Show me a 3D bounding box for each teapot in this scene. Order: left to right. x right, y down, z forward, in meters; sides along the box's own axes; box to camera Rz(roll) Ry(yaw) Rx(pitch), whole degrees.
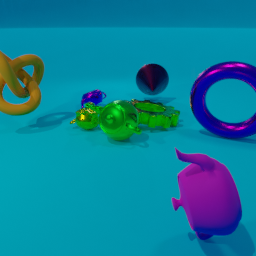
[{"bbox_3d":[-1.190,-0.942,9.371,1.175,0.575,0.730,-29,15,-35],"label":"teapot"},{"bbox_3d":[-0.325,-0.227,6.796,1.630,1.014,0.798,28,9,26],"label":"teapot"},{"bbox_3d":[0.921,0.835,3.507,0.760,1.553,0.965,-14,27,2],"label":"teapot"}]

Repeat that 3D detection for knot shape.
[{"bbox_3d":[-2.998,-1.395,7.318,0.883,1.788,1.911,-13,42,24],"label":"knot shape"}]

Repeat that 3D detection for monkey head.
[{"bbox_3d":[-1.082,-0.315,7.633,1.019,0.614,0.733,5,37,3],"label":"monkey head"}]

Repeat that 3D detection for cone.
[{"bbox_3d":[0.845,-1.484,9.695,1.209,1.209,1.213,1,27,4],"label":"cone"}]

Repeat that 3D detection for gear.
[{"bbox_3d":[0.611,-0.452,8.116,1.748,0.323,1.748,8,19,-3],"label":"gear"}]

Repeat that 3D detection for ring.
[{"bbox_3d":[2.445,-0.616,6.658,1.975,1.975,0.395,10,35,25],"label":"ring"}]
